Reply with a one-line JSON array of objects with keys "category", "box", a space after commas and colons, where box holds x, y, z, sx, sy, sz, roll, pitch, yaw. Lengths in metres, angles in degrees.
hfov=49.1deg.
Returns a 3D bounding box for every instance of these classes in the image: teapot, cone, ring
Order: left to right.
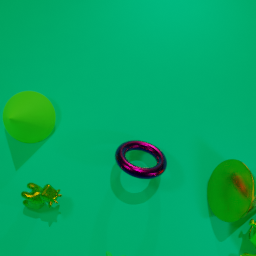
[{"category": "cone", "box": [-3.018, -0.290, 7.864, 1.618, 1.624, 1.618, 0, 93, -2]}, {"category": "ring", "box": [0.366, 0.852, 7.811, 1.490, 0.298, 1.490, 9, 33, -6]}, {"category": "cone", "box": [3.384, 1.836, 7.718, 1.657, 1.651, 1.651, 16, 65, -22]}, {"category": "teapot", "box": [3.505, 2.692, 7.131, 0.899, 1.141, 1.835, 31, 79, 17]}]

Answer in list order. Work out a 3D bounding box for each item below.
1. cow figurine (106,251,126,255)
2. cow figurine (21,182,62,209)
[{"category": "cow figurine", "box": [-0.461, 3.284, 6.100, 1.356, 1.335, 0.744, -9, 87, -31]}, {"category": "cow figurine", "box": [-2.311, 1.877, 7.531, 1.049, 1.066, 0.585, 20, 45, 4]}]
